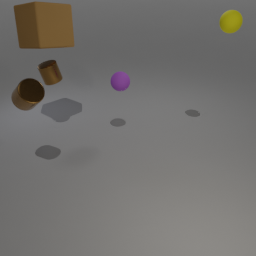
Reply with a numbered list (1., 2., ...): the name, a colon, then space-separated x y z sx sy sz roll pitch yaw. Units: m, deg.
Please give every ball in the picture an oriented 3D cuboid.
1. ball: 3.280 -3.387 8.929 0.700 0.700 0.700 0 29 0
2. ball: -0.274 -1.664 10.009 0.700 0.700 0.700 0 29 0

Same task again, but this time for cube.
1. cube: -2.864 -3.486 9.643 1.400 1.400 1.400 14 24 40

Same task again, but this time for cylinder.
1. cylinder: -2.843 -2.028 10.243 0.700 0.700 0.700 -11 35 8
2. cylinder: -2.686 -0.890 7.519 0.700 0.700 0.700 -26 2 -38
